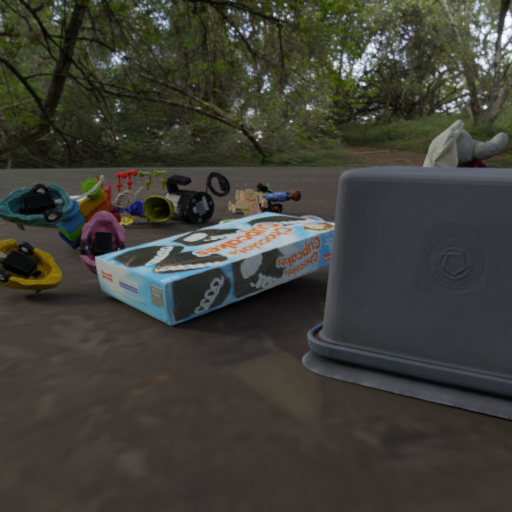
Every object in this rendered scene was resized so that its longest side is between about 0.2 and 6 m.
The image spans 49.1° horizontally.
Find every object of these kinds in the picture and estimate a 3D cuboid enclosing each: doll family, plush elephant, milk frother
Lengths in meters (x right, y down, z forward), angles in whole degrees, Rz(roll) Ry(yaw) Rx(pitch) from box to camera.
[{"bbox_3d":[0.241,-1.320,13.503,1.161,0.788,2.009,-2,15,-30],"label":"doll family"},{"bbox_3d":[4.527,-1.797,12.047,2.771,2.145,2.282,1,11,5],"label":"plush elephant"},{"bbox_3d":[-1.319,-1.307,12.361,1.186,1.070,1.115,-12,16,-38],"label":"milk frother"}]

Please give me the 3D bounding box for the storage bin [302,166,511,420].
[{"bbox_3d":[1.571,0.106,4.026,2.184,1.467,1.589,8,14,32],"label":"storage bin"}]

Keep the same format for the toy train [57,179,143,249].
[{"bbox_3d":[-2.480,-0.898,8.852,0.670,0.915,1.582,38,67,19],"label":"toy train"}]

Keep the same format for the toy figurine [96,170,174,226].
[{"bbox_3d":[-2.233,-1.168,11.716,2.100,1.108,1.258,-1,0,31],"label":"toy figurine"}]

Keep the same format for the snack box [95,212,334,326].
[{"bbox_3d":[-0.319,0.022,6.195,2.442,0.453,1.419,-18,21,-38],"label":"snack box"}]

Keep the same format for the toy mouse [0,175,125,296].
[{"bbox_3d":[-2.248,-0.255,6.598,2.133,0.413,1.895,20,48,-2],"label":"toy mouse"}]

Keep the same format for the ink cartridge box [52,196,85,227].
[{"bbox_3d":[-4.093,-0.975,12.038,0.923,0.541,1.260,12,15,44],"label":"ink cartridge box"}]

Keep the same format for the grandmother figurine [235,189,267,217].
[{"bbox_3d":[-0.025,-0.645,9.084,0.329,1.086,0.659,38,75,27],"label":"grandmother figurine"}]

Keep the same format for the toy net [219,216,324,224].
[{"bbox_3d":[0.607,-0.361,8.956,1.376,0.507,2.623,7,13,33],"label":"toy net"}]
